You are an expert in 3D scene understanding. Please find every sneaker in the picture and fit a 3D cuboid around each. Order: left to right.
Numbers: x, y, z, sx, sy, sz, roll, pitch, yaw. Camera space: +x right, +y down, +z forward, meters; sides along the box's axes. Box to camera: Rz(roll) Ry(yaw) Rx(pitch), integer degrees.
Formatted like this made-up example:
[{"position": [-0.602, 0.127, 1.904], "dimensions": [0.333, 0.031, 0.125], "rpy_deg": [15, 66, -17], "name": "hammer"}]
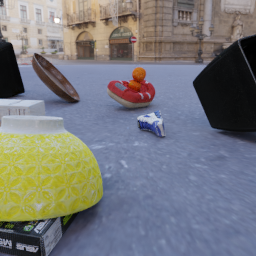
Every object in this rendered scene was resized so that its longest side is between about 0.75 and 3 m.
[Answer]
[{"position": [0.654, -0.080, 8.156], "dimensions": [0.756, 0.529, 1.309], "rpy_deg": [-13, 21, 5], "name": "sneaker"}]

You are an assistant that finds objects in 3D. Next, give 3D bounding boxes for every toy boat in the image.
[{"position": [0.304, -1.780, 11.539], "dimensions": [1.503, 1.506, 2.303], "rpy_deg": [35, 25, 24], "name": "toy boat"}]

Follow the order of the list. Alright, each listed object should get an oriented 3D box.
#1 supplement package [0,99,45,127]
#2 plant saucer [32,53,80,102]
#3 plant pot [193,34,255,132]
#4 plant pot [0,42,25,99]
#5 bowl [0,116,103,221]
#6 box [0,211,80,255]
[{"position": [-3.286, -0.314, 8.097], "dimensions": [1.533, 0.899, 0.896], "rpy_deg": [3, 16, 10], "name": "supplement package"}, {"position": [-3.370, -2.209, 12.858], "dimensions": [0.493, 2.865, 2.865], "rpy_deg": [-41, 15, 6], "name": "plant saucer"}, {"position": [3.246, -1.114, 7.821], "dimensions": [2.309, 2.303, 2.048], "rpy_deg": [-25, 1, -36], "name": "plant pot"}, {"position": [-7.162, -2.625, 13.792], "dimensions": [2.660, 2.653, 2.359], "rpy_deg": [6, 30, 21], "name": "plant pot"}, {"position": [-1.444, 0.418, 4.239], "dimensions": [2.188, 1.177, 2.188], "rpy_deg": [2, 4, 0], "name": "bowl"}, {"position": [-1.514, 1.087, 4.037], "dimensions": [1.574, 0.387, 1.629], "rpy_deg": [2, 16, 13], "name": "box"}]
